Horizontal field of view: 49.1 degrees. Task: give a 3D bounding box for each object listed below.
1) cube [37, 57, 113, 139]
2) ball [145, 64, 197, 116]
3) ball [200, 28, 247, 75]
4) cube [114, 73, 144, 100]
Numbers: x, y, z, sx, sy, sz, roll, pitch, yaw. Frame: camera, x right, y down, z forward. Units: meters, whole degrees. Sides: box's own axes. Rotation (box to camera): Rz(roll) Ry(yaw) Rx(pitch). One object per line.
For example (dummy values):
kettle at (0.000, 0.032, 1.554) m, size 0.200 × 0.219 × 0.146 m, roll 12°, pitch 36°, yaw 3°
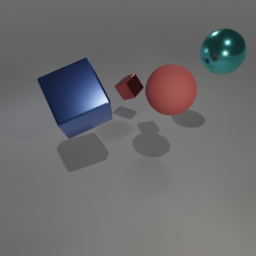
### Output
cube at (-1.346, -0.744, 7.502) m, size 1.400 × 1.400 × 1.400 m, roll -25°, pitch 77°, yaw -7°
ball at (1.179, -1.043, 7.697) m, size 1.400 × 1.400 × 1.400 m, roll 0°, pitch 32°, yaw 0°
ball at (2.972, -2.384, 8.795) m, size 1.400 × 1.400 × 1.400 m, roll 0°, pitch 32°, yaw 0°
cube at (0.049, -1.601, 10.956) m, size 0.700 × 0.700 × 0.700 m, roll -7°, pitch 36°, yaw 49°
